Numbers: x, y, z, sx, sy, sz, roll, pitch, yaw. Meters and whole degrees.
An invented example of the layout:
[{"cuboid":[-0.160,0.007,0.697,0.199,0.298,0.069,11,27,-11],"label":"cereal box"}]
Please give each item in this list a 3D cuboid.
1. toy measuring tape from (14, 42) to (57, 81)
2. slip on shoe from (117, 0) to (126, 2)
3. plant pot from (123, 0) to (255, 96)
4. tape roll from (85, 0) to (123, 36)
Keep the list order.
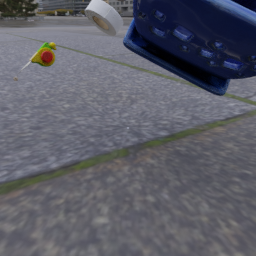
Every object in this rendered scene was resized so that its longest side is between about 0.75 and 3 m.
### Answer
[{"cuboid":[-2.004,-1.415,6.284,0.451,0.451,1.227,26,74,45],"label":"toy measuring tape"},{"cuboid":[-0.554,-2.798,4.066,0.597,1.969,0.749,-31,13,40],"label":"slip on shoe"},{"cuboid":[1.505,-2.263,5.014,2.619,2.619,2.354,26,-21,-5],"label":"plant pot"},{"cuboid":[-0.722,-3.339,8.510,1.178,0.412,1.178,34,-5,3],"label":"tape roll"}]
